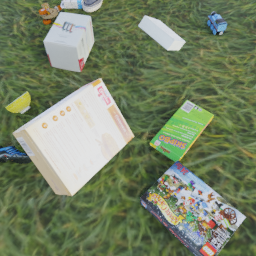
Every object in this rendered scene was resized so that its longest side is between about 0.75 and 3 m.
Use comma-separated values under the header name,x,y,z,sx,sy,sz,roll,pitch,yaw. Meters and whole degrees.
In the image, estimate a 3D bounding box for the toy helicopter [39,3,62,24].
name,x,y,z,sx,sy,sz,roll,pitch,yaw
toy helicopter,-3.700,-5.563,13.178,1.029,0.614,1.555,-25,49,-8

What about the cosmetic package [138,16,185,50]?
name,x,y,z,sx,sy,sz,roll,pitch,yaw
cosmetic package,1.154,-3.065,9.158,1.220,0.418,1.619,40,26,9

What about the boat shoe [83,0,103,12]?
name,x,y,z,sx,sy,sz,roll,pitch,yaw
boat shoe,-1.528,-6.726,13.580,0.889,1.104,2.381,19,59,12

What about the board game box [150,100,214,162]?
name,x,y,z,sx,sy,sz,roll,pitch,yaw
board game box,1.856,0.092,9.663,1.135,0.356,2.376,34,61,21

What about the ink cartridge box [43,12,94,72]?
name,x,y,z,sx,sy,sz,roll,pitch,yaw
ink cartridge box,-2.310,-3.503,11.347,1.357,1.364,1.877,12,58,7

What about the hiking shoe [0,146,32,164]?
name,x,y,z,sx,sy,sz,roll,pitch,yaw
hiking shoe,-3.690,0.821,9.097,1.285,0.478,0.557,4,58,3

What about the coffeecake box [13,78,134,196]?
name,x,y,z,sx,sy,sz,roll,pitch,yaw
coffeecake box,-1.356,0.190,7.765,2.665,0.974,2.046,-42,110,-36

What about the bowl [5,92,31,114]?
name,x,y,z,sx,sy,sz,roll,pitch,yaw
bowl,-3.841,-0.824,10.064,0.965,0.965,0.519,-44,109,-24

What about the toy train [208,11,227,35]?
name,x,y,z,sx,sy,sz,roll,pitch,yaw
toy train,3.976,-4.707,12.541,0.507,0.668,1.170,-11,58,-7

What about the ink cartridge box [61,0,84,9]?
name,x,y,z,sx,sy,sz,roll,pitch,yaw
ink cartridge box,-2.761,-6.180,13.669,1.105,0.369,0.640,0,57,0

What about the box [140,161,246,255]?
name,x,y,z,sx,sy,sz,roll,pitch,yaw
box,1.818,2.360,8.111,2.495,0.470,1.704,40,65,22
